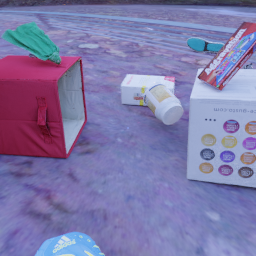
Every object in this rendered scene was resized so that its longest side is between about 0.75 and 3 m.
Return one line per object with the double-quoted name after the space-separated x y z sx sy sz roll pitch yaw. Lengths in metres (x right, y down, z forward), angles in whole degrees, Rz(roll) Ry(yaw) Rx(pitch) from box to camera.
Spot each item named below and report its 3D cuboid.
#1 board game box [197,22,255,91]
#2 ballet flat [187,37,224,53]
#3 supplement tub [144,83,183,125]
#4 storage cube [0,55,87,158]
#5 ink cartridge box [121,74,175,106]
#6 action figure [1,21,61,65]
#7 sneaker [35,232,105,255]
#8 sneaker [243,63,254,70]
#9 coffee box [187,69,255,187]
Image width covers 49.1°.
2.264 -1.579 6.054 0.155 1.589 0.818 35 9 -30 "board game box"
4.881 -5.097 17.546 2.416 0.839 0.839 16 32 18 "ballet flat"
1.107 -0.757 8.801 0.868 0.868 1.203 -13 46 -22 "supplement tub"
-2.636 -0.715 7.971 2.353 2.238 2.618 3 29 6 "storage cube"
0.793 -1.455 10.782 1.909 0.796 1.386 6 30 10 "ink cartridge box"
-2.404 -2.195 7.492 1.799 0.492 1.062 37 65 24 "action figure"
-0.520 2.126 4.262 2.317 0.878 1.217 5 29 10 "sneaker"
5.828 -2.682 13.140 0.431 0.664 1.150 -18 33 -28 "sneaker"
2.662 -0.093 6.850 2.182 2.161 2.186 5 29 15 "coffee box"
